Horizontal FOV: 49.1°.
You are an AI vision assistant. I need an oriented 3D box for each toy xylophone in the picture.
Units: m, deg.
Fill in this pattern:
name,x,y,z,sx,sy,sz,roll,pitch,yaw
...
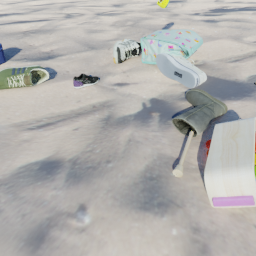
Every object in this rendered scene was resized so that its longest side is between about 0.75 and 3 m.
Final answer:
name,x,y,z,sx,sy,sz,roll,pitch,yaw
toy xylophone,2.386,0.664,6.911,2.114,0.726,2.888,-7,31,39

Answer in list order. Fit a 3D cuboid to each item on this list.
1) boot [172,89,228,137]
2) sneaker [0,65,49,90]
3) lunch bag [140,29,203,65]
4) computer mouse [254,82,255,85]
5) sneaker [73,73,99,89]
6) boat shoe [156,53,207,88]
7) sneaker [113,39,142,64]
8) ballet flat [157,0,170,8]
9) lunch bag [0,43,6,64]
name,x,y,z,sx,sy,sz,roll,pitch,yaw
boot,2.071,-0.513,9.041,1.896,0.688,1.724,-32,43,-29
sneaker,-4.149,-1.971,10.971,2.262,0.758,1.015,-25,36,-37
lunch bag,2.096,-3.740,13.029,2.413,1.471,2.055,13,35,27
computer mouse,5.696,-1.794,11.241,1.181,0.201,0.346,3,35,5
sneaker,-1.656,-1.961,11.209,1.156,0.506,0.438,-26,42,-33
boat shoe,2.287,-2.528,11.684,1.077,0.933,2.525,-21,41,-28
sneaker,0.047,-3.781,13.558,1.074,0.926,2.449,11,36,15
ballet flat,1.683,-5.765,11.656,0.520,1.551,0.518,10,42,-24
lunch bag,-6.496,-3.451,12.940,1.076,1.048,1.584,14,37,19
